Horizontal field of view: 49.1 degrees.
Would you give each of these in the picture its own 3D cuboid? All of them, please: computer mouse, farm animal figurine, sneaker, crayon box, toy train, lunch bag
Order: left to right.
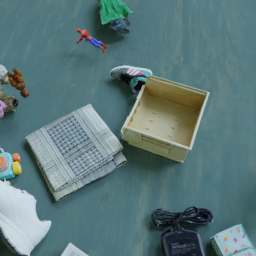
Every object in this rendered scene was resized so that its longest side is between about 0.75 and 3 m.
[{"bbox_3d":[-4.068,1.433,7.623,1.802,0.667,2.399,20,61,12],"label":"toy train"},{"bbox_3d":[-4.173,-0.812,8.792,2.274,1.199,2.299,27,69,29],"label":"farm animal figurine"},{"bbox_3d":[-3.014,1.895,6.950,1.145,0.980,2.629,-41,98,-37],"label":"sneaker"},{"bbox_3d":[-1.378,3.809,6.265,1.226,0.503,1.951,28,62,16],"label":"crayon box"},{"bbox_3d":[-0.262,-3.841,10.651,0.914,0.374,0.335,4,28,-42],"label":"sneaker"},{"bbox_3d":[0.089,-1.616,9.551,1.474,0.616,0.890,3,49,1],"label":"sneaker"},{"bbox_3d":[1.417,3.077,6.727,1.597,0.608,2.307,-2,47,1],"label":"computer mouse"},{"bbox_3d":[2.568,2.949,6.741,0.829,0.593,0.973,-18,62,-10],"label":"lunch bag"}]

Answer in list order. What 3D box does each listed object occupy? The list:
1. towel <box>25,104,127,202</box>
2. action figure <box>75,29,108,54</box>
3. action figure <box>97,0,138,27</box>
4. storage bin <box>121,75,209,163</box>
[{"bbox_3d":[-1.552,0.594,8.280,2.357,0.423,2.448,-29,63,-16],"label":"towel"},{"bbox_3d":[-1.423,-3.136,10.291,1.214,0.601,0.396,36,50,-21],"label":"action figure"},{"bbox_3d":[-0.661,-4.943,11.493,1.497,0.693,2.534,-15,52,-11],"label":"action figure"},{"bbox_3d":[1.099,-0.335,8.519,2.082,0.983,2.097,19,61,11],"label":"storage bin"}]
